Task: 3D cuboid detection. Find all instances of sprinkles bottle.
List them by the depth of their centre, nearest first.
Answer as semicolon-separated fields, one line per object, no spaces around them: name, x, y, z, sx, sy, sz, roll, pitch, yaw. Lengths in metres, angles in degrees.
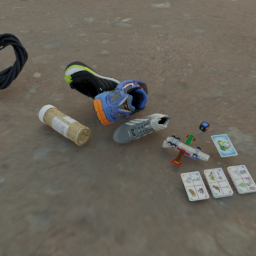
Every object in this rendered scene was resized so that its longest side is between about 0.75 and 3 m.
sprinkles bottle;-1.890;-0.104;8.263;1.708;0.583;0.583;29;47;29

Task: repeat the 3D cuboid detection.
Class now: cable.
cable;-4.744;-2.270;9.989;2.584;0.656;2.108;-13;69;15

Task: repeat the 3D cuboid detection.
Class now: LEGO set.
LEGO set;2.003;0.832;7.379;1.749;0.575;2.341;-6;49;-10

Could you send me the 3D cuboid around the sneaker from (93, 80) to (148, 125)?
sneaker;0.115;-0.824;8.305;1.129;1.084;2.878;-9;18;25

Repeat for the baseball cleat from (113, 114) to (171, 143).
baseball cleat;0.413;-0.046;7.895;1.698;0.592;0.904;-26;7;-20

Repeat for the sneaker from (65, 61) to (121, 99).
sneaker;-0.986;-1.171;8.829;2.411;0.865;0.998;20;42;-37
